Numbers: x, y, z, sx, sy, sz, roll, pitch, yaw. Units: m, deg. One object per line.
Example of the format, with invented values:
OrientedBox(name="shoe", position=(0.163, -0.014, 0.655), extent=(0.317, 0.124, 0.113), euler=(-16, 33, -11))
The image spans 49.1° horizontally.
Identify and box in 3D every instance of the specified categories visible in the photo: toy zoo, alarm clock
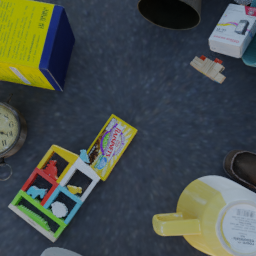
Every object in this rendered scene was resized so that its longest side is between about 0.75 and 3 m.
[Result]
OrientedBox(name="toy zoo", position=(-1.746, 1.479, 7.062), extent=(1.489, 0.232, 2.270), euler=(35, 88, 6))
OrientedBox(name="alarm clock", position=(-3.311, 0.275, 7.136), extent=(1.449, 0.715, 2.149), euler=(-13, 79, -3))

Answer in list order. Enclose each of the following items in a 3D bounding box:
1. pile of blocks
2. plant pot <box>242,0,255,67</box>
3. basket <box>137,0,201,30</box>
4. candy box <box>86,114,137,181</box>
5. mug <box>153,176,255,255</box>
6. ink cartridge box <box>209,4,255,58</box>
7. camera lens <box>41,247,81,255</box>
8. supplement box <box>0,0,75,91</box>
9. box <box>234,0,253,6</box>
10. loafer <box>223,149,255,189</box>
OrientedBox(name="pile of blocks", position=(1.621, -1.140, 5.326), extent=(0.461, 1.122, 0.349), euler=(29, 107, -25))
OrientedBox(name="plant pot", position=(4.420, -2.583, 6.523), extent=(2.296, 2.861, 2.861), euler=(14, 81, -1))
OrientedBox(name="basket", position=(1.342, -3.878, 7.586), extent=(1.712, 1.292, 1.899), euler=(17, 77, 4))
OrientedBox(name="candy box", position=(-0.510, 0.500, 7.349), extent=(0.814, 0.210, 1.593), euler=(33, 83, 3))
OrientedBox(name="mug", position=(2.000, 2.176, 6.184), extent=(2.392, 1.964, 1.916), euler=(-36, 83, -5))
OrientedBox(name="ink cartridge box", position=(2.895, -2.636, 7.561), extent=(0.923, 0.536, 1.251), euler=(26, 79, 31))
OrientedBox(name="camera lens", position=(-1.592, 4.204, 5.746), extent=(2.134, 2.134, 2.668), euler=(28, 81, 5))
OrientedBox(name="supplement box", position=(-3.073, -2.165, 7.071), extent=(2.995, 1.640, 1.630), euler=(11, 80, 1))
OrientedBox(name="box", position=(2.933, -4.944, 7.698), extent=(1.827, 0.460, 2.531), euler=(18, 80, -32))
OrientedBox(name="loafer", position=(3.602, 1.205, 6.888), extent=(2.480, 0.880, 0.906), euler=(23, 81, 4))
